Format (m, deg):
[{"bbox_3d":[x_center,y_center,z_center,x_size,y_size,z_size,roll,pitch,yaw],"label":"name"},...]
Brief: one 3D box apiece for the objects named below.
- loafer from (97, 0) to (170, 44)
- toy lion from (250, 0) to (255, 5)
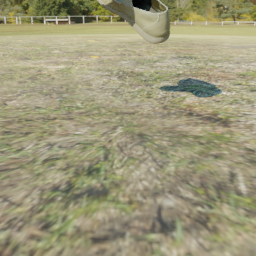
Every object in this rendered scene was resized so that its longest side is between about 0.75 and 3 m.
[{"bbox_3d":[0.136,-3.421,7.405,2.776,0.948,1.050,43,60,13],"label":"loafer"},{"bbox_3d":[2.645,-3.027,4.954,2.015,0.692,1.932,28,1,-17],"label":"toy lion"}]
